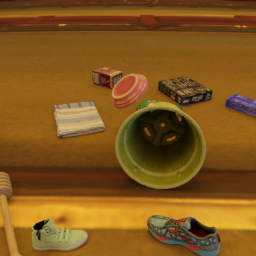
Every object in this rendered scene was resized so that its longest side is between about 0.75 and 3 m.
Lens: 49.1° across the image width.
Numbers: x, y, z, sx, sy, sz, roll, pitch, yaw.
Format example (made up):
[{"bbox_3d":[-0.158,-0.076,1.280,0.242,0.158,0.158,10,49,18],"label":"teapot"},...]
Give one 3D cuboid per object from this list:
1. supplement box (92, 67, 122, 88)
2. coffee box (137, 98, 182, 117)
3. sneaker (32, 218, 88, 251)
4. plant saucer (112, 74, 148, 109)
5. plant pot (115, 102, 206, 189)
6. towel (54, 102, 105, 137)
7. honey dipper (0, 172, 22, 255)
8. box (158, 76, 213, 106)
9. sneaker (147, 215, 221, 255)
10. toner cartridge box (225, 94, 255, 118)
[{"bbox_3d":[-1.026,-2.513,13.881,1.290,0.666,0.844,21,37,31],"label":"supplement box"},{"bbox_3d":[1.252,-0.714,11.211,1.618,0.356,0.995,13,34,21],"label":"coffee box"},{"bbox_3d":[-1.471,2.248,5.992,1.176,0.694,0.433,-4,30,-9],"label":"sneaker"},{"bbox_3d":[-0.020,-1.340,9.690,1.472,0.373,1.472,-27,40,25],"label":"plant saucer"},{"bbox_3d":[0.966,0.217,8.204,2.325,2.325,2.138,4,20,7],"label":"plant pot"},{"bbox_3d":[-1.945,-0.427,10.820,1.731,0.281,2.357,-8,32,-15],"label":"towel"},{"bbox_3d":[-2.820,2.057,6.499,0.531,0.531,2.794,-15,36,-23],"label":"honey dipper"},{"bbox_3d":[2.578,-1.745,12.829,1.614,0.439,2.015,-15,34,-23],"label":"box"},{"bbox_3d":[1.202,2.138,6.091,1.618,0.773,0.642,13,33,20],"label":"sneaker"},{"bbox_3d":[4.974,-0.877,11.465,0.816,0.371,1.717,-25,40,-37],"label":"toner cartridge box"}]
